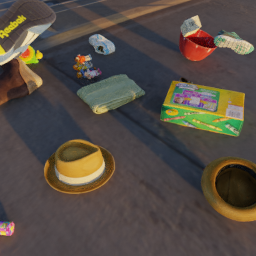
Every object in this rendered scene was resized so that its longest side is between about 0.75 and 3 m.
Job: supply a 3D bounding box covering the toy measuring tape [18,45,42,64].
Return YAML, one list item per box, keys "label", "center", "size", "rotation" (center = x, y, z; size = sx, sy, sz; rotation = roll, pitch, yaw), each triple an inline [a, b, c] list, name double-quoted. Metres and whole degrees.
- label: "toy measuring tape"
  center: [-5.533, -3.636, 13.834]
  size: [2.550, 0.938, 0.938]
  rotation: [-4, 42, -4]

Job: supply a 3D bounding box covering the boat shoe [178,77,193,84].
- label: "boat shoe"
  center: [2.620, -1.789, 12.121]
  size: [0.480, 0.455, 1.268]
  rotation: [-25, 47, -25]

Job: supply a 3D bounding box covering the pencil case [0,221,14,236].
- label: "pencil case"
  center: [-3.396, 2.591, 7.284]
  size: [0.844, 0.373, 0.373]
  rotation: [1, 42, 5]

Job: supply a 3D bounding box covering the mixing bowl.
- label: "mixing bowl"
  center: [3.354, -4.101, 14.074]
  size: [1.992, 1.079, 1.992]
  rotation: [12, 43, -12]

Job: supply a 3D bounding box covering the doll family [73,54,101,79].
- label: "doll family"
  center: [-2.015, -2.727, 13.151]
  size: [0.978, 0.710, 1.575]
  rotation: [-19, 63, -30]

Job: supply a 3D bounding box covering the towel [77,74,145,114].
- label: "towel"
  center: [-0.725, -1.526, 11.831]
  size: [2.490, 0.454, 1.848]
  rotation: [-25, 47, -25]

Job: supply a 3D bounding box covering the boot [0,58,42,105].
- label: "boot"
  center: [-5.408, -2.087, 12.020]
  size: [2.830, 1.024, 2.354]
  rotation: [32, 49, 27]

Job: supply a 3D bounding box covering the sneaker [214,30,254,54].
- label: "sneaker"
  center: [3.445, -2.830, 9.021]
  size: [1.274, 0.494, 0.581]
  rotation: [22, 61, 2]

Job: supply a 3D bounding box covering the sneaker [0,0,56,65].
- label: "sneaker"
  center: [-2.816, -2.446, 7.125]
  size: [0.902, 1.003, 2.440]
  rotation: [42, 53, -8]

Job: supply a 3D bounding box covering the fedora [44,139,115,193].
- label: "fedora"
  center: [-1.526, 0.987, 8.689]
  size: [2.218, 0.905, 2.218]
  rotation: [1, 42, 0]

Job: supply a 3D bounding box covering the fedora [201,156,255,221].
- label: "fedora"
  center: [2.995, 1.765, 7.827]
  size: [2.084, 0.850, 2.084]
  rotation: [-1, 45, 1]

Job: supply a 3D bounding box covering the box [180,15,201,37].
- label: "box"
  center: [2.434, -3.954, 10.950]
  size: [0.547, 0.455, 1.331]
  rotation: [-21, 9, 5]

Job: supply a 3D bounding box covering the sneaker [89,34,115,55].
- label: "sneaker"
  center: [-1.543, -4.460, 14.948]
  size: [0.740, 0.701, 1.831]
  rotation: [-35, 50, -29]

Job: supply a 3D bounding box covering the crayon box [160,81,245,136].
- label: "crayon box"
  center: [2.866, -0.813, 10.731]
  size: [2.892, 0.842, 1.717]
  rotation: [13, 43, 14]
